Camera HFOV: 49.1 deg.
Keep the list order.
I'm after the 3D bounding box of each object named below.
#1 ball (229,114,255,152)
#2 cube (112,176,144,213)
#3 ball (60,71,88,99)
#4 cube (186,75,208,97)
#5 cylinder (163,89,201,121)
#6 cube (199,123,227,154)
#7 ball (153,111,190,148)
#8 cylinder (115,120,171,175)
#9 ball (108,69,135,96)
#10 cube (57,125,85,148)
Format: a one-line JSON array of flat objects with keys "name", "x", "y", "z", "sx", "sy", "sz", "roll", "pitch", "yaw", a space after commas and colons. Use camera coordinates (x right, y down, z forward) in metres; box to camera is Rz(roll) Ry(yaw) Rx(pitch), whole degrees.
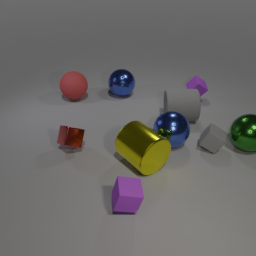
[{"name": "ball", "x": 4.512, "y": 0.174, "z": 10.398, "sx": 1.400, "sy": 1.400, "sz": 1.400, "roll": 0, "pitch": 32, "yaw": 0}, {"name": "cube", "x": -0.022, "y": 1.870, "z": 7.876, "sx": 0.700, "sy": 0.700, "sz": 0.700, "roll": 9, "pitch": 35, "yaw": -14}, {"name": "ball", "x": -2.720, "y": -2.147, "z": 14.065, "sx": 1.400, "sy": 1.400, "sz": 1.400, "roll": 0, "pitch": 32, "yaw": 0}, {"name": "cube", "x": 3.378, "y": -2.010, "z": 13.726, "sx": 0.700, "sy": 0.700, "sz": 0.700, "roll": 27, "pitch": 40, "yaw": -28}, {"name": "cylinder", "x": 2.328, "y": -0.993, "z": 12.262, "sx": 1.400, "sy": 1.400, "sz": 1.400, "roll": -1, "pitch": 32, "yaw": 1}, {"name": "cube", "x": 3.170, "y": 0.387, "z": 10.454, "sx": 0.700, "sy": 0.700, "sz": 0.700, "roll": 32, "pitch": 35, "yaw": 0}, {"name": "ball", "x": 1.646, "y": 0.054, "z": 10.612, "sx": 1.400, "sy": 1.400, "sz": 1.400, "roll": 0, "pitch": 32, "yaw": 0}, {"name": "cylinder", "x": 0.503, "y": 0.654, "z": 9.566, "sx": 1.400, "sy": 1.400, "sz": 1.400, "roll": -23, "pitch": 41, "yaw": -32}, {"name": "ball", "x": -0.326, "y": -2.338, "z": 14.466, "sx": 1.400, "sy": 1.400, "sz": 1.400, "roll": 0, "pitch": 32, "yaw": 0}, {"name": "cube", "x": -2.127, "y": 0.317, "z": 10.394, "sx": 0.700, "sy": 0.700, "sz": 0.700, "roll": 13, "pitch": -4, "yaw": -38}]
